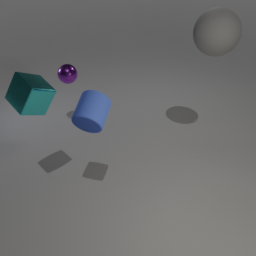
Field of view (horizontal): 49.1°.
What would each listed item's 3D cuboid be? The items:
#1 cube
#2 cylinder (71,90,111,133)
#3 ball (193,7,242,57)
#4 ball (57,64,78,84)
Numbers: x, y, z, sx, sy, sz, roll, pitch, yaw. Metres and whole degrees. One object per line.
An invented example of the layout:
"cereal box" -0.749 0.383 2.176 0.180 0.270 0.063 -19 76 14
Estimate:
"cube" -2.201 -0.761 6.332 0.700 0.700 0.700 42 23 24
"cylinder" -0.796 -0.354 6.143 0.700 0.700 0.700 9 62 14
"ball" 2.659 -2.855 8.363 1.400 1.400 1.400 0 32 0
"ball" -2.143 -1.918 9.941 0.700 0.700 0.700 0 32 0
